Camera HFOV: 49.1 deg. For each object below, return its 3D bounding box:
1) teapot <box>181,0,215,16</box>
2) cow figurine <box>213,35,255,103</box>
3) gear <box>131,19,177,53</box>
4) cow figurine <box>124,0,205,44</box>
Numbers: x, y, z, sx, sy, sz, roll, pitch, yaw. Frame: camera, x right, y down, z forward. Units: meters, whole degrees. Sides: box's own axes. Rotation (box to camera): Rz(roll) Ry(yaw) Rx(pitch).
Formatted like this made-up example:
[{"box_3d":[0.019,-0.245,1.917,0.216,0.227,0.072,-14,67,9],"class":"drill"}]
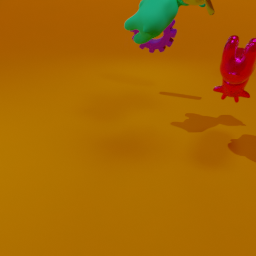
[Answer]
[{"box_3d":[1.077,-2.433,4.380,0.856,1.377,0.674,-21,15,22],"class":"teapot"},{"box_3d":[2.093,-1.054,5.447,0.771,1.382,1.405,15,28,20],"class":"cow figurine"},{"box_3d":[0.730,-2.860,8.198,1.349,1.349,0.250,11,49,19],"class":"gear"},{"box_3d":[0.828,-2.550,5.938,1.546,0.862,1.571,-2,47,51],"class":"cow figurine"}]
